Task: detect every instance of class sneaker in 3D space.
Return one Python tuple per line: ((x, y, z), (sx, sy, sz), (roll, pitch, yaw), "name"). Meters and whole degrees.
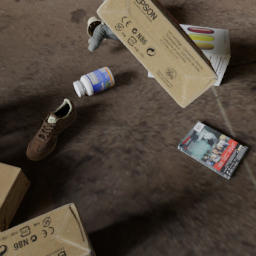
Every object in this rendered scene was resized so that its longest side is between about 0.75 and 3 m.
((-2.370, -0.036, 8.478), (0.763, 0.818, 2.166), (22, 57, 15), "sneaker")

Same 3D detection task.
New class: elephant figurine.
((-0.165, -4.222, 11.088), (2.239, 2.042, 2.886), (-25, 56, 35), "elephant figurine")

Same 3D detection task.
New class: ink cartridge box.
((-2.047, 2.828, 5.493), (2.803, 2.309, 1.053), (-21, 57, -15), "ink cartridge box")
((0.818, -2.043, 6.627), (2.753, 1.034, 2.268), (46, 24, -8), "ink cartridge box")

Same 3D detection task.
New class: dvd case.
((2.538, 0.610, 8.409), (1.690, 0.186, 1.233), (32, 60, 20), "dvd case")

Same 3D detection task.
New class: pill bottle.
((-1.177, -1.554, 9.644), (1.281, 0.718, 0.718), (-27, 58, -17), "pill bottle")

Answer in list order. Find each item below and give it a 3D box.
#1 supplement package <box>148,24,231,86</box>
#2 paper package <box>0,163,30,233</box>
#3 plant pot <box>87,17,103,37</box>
((2.130, -2.643, 9.979), (2.595, 1.421, 1.476), (8, 55, 5), "supplement package")
((-3.689, 1.682, 7.211), (1.681, 0.870, 1.603), (12, 55, 8), "paper package")
((-1.328, -4.199, 11.575), (0.820, 0.820, 0.751), (-12, 44, -8), "plant pot")
